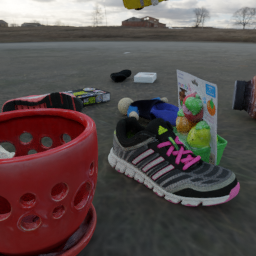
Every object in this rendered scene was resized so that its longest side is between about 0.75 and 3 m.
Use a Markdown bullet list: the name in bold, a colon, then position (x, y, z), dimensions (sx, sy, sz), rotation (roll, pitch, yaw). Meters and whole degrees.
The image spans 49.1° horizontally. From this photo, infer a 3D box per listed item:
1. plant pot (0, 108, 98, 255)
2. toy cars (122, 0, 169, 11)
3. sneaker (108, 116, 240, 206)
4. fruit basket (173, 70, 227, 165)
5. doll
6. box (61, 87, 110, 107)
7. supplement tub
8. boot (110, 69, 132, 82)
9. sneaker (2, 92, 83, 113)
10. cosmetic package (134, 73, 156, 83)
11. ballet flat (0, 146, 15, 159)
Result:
- **plant pot**: position (-1.342, 0.780, 3.793), dimensions (1.896, 1.726, 1.896), rotation (1, 21, 0)
- **toy cars**: position (-0.136, -2.737, 5.010), dimensions (2.456, 1.101, 0.544), rotation (15, 40, -22)
- **sneaker**: position (0.703, 0.475, 5.294), dimensions (2.798, 1.224, 1.032), rotation (18, 28, 40)
- **fruit basket**: position (1.387, -0.160, 6.029), dimensions (0.903, 1.926, 1.784), rotation (-17, 24, -8)
- **doll**: position (0.791, -0.517, 8.657), dimensions (2.842, 0.689, 1.939), rotation (17, 30, 38)
- **box**: position (-1.719, -1.214, 10.936), dimensions (1.644, 0.364, 1.317), rotation (-16, 26, -37)
- **supplement tub**: position (4.708, -0.932, 8.688), dimensions (2.705, 1.446, 1.446), rotation (7, 22, 18)
- **boot**: position (-0.303, -2.752, 14.832), dimensions (1.281, 0.474, 1.050), rotation (-13, 21, -12)
- **sneaker**: position (-2.717, -0.800, 9.103), dimensions (2.467, 0.909, 1.070), rotation (-4, 20, -10)
- **cosmetic package**: position (0.930, -2.679, 14.853), dimensions (0.968, 0.332, 1.284), rotation (3, 21, 14)
- **ballet flat**: position (-2.676, 0.819, 4.778), dimensions (2.839, 1.037, 1.037), rotation (-9, 23, -23)
